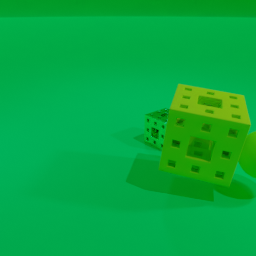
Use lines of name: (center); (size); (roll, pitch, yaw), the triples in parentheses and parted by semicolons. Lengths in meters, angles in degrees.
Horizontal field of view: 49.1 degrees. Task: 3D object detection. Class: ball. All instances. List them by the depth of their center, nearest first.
ball: (2.331, 0.465, 4.814); (0.853, 0.853, 0.853); (0, 24, 0)

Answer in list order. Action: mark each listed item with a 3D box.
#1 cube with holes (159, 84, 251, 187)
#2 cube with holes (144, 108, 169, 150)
cube with holes: (1.308, 0.074, 4.942); (1.191, 1.191, 1.191); (12, 30, 11)
cube with holes: (0.917, 0.028, 6.841); (0.736, 0.736, 0.736); (-19, 30, -36)
